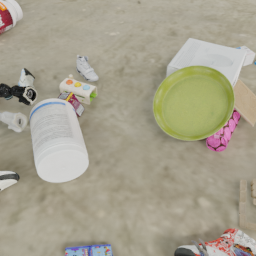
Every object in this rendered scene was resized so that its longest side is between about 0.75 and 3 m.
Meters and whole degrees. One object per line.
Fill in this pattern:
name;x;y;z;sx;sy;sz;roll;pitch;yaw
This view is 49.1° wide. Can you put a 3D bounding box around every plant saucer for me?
plant saucer;2.278;-0.856;9.850;2.806;0.436;2.806;-8;69;22

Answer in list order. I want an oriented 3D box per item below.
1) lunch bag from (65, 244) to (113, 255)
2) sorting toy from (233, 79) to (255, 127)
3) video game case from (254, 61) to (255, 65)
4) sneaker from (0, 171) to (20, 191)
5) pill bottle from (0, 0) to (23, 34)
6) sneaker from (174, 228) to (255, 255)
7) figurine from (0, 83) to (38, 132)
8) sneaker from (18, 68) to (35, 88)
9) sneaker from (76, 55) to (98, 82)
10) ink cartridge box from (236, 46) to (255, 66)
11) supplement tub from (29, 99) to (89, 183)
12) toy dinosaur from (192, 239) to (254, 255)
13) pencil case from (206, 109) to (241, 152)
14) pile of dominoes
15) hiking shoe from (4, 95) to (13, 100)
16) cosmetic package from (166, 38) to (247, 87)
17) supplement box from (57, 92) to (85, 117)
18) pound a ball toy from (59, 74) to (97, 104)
lunch bag;-0.885;3.485;6.953;1.294;0.609;0.974;-1;44;-17
sorting toy;4.526;-0.709;10.378;2.047;0.301;1.513;44;54;-6
video game case;7.021;-3.267;13.539;1.178;0.147;1.647;34;55;27
sneaker;-4.237;1.939;8.321;2.084;0.768;0.834;-22;63;-13
pill bottle;-7.112;-5.902;15.066;1.528;1.528;2.704;25;52;22
sneaker;2.259;3.063;7.037;2.192;0.732;1.175;16;41;4
figurine;-3.837;-0.720;9.049;1.462;0.645;1.499;12;78;24
sneaker;-4.397;-1.955;11.984;0.698;0.692;1.926;-35;41;9
sneaker;-1.866;-2.682;12.513;0.538;0.823;1.431;-32;55;-27
ink cartridge box;5.547;-3.451;13.411;0.577;0.574;0.787;-18;49;-16
supplement tub;-2.292;0.343;9.120;1.610;1.610;2.440;-13;47;-12
toy dinosaur;1.704;3.466;6.196;2.462;2.713;1.424;6;31;-21
pencil case;3.403;-0.031;9.982;0.835;0.862;1.841;21;51;20
pile of dominoes;3.924;2.314;8.298;1.264;0.258;1.621;11;56;10
hiking shoe;-5.283;-1.664;11.754;1.215;0.527;0.452;30;54;25
cosmetic package;3.178;-2.264;11.610;2.512;1.544;2.504;22;50;20
supplement box;-2.104;-0.844;10.272;0.591;0.903;0.466;1;50;36
pound a ball toy;-2.066;-1.763;11.729;1.663;0.706;1.084;20;50;17
